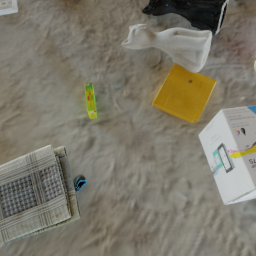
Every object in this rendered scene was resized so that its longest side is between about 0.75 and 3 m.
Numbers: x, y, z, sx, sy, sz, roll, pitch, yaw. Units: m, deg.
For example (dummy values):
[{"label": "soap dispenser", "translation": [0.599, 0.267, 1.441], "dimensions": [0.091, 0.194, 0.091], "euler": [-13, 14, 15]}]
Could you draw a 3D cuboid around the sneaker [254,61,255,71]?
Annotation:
[{"label": "sneaker", "translation": [5.189, -3.133, 9.067], "dimensions": [1.035, 1.628, 2.855], "euler": [25, 65, 13]}]

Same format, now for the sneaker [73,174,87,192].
[{"label": "sneaker", "translation": [-1.468, 1.580, 7.406], "dimensions": [0.871, 0.319, 0.357], "euler": [-42, 29, -17]}]

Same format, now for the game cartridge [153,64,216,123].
[{"label": "game cartridge", "translation": [1.791, -1.102, 8.838], "dimensions": [1.493, 0.275, 1.694], "euler": [26, 69, 12]}]

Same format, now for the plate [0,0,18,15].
[{"label": "plate", "translation": [-4.688, -4.679, 10.634], "dimensions": [0.916, 0.148, 0.914], "euler": [-13, 64, -6]}]

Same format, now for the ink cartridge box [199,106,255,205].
[{"label": "ink cartridge box", "translation": [3.048, 0.683, 7.140], "dimensions": [1.495, 1.488, 2.038], "euler": [-7, 63, -15]}]

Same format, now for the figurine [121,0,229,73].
[{"label": "figurine", "translation": [1.528, -3.490, 9.566], "dimensions": [2.917, 1.287, 2.989], "euler": [20, 64, 19]}]

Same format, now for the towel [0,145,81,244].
[{"label": "towel", "translation": [-2.420, 1.633, 7.243], "dimensions": [2.183, 0.377, 2.102], "euler": [-20, 65, 1]}]

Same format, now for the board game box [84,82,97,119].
[{"label": "board game box", "translation": [-1.134, -0.837, 8.550], "dimensions": [0.237, 0.506, 0.996], "euler": [-9, 64, -3]}]
